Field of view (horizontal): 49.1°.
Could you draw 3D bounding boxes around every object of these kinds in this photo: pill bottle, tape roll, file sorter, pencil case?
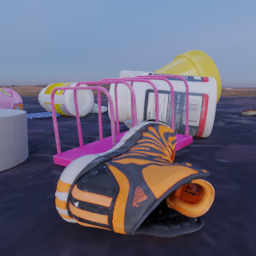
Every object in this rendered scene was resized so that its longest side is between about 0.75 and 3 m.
[{"bbox_3d":[0.767,-0.562,6.434,2.265,1.355,1.355,6,9,9],"label":"pill bottle"},{"bbox_3d":[-2.654,0.149,4.087,2.256,0.745,2.256,-1,8,0],"label":"tape roll"},{"bbox_3d":[-0.047,-0.170,4.227,1.282,1.157,1.845,7,17,40],"label":"file sorter"},{"bbox_3d":[-2.698,-1.214,11.729,1.352,1.352,2.593,-8,12,-44],"label":"pill bottle"},{"bbox_3d":[-3.605,-0.361,6.318,1.209,1.209,2.765,2,9,14],"label":"pencil case"}]

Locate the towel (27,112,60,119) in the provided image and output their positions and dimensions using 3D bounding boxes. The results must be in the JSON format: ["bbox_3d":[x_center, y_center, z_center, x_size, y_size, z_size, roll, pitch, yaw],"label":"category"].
[{"bbox_3d":[-3.395,-0.455,10.825,1.294,0.154,0.937,-8,14,-40],"label":"towel"}]

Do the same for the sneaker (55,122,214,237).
[{"bbox_3d":[0.320,0.453,2.599,1.032,0.715,1.843,9,22,29],"label":"sneaker"}]

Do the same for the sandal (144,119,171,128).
[{"bbox_3d":[0.559,0.089,5.341,0.692,0.518,1.806,0,8,1],"label":"sandal"}]

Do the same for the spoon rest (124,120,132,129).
[{"bbox_3d":[0.728,-0.182,7.406,1.668,0.505,0.829,1,8,-1],"label":"spoon rest"}]

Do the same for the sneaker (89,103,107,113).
[{"bbox_3d":[-1.606,-0.957,12.680,1.487,0.603,0.559,-3,7,-32],"label":"sneaker"}]

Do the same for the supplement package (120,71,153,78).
[{"bbox_3d":[0.638,-1.166,9.953,1.383,1.394,1.836,-3,22,-26],"label":"supplement package"}]

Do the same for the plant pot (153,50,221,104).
[{"bbox_3d":[2.149,-1.742,12.022,2.508,2.666,2.666,-20,15,-19],"label":"plant pot"}]

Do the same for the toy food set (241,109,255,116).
[{"bbox_3d":[5.504,-0.641,11.755,1.682,0.265,1.069,-9,9,-9],"label":"toy food set"}]
